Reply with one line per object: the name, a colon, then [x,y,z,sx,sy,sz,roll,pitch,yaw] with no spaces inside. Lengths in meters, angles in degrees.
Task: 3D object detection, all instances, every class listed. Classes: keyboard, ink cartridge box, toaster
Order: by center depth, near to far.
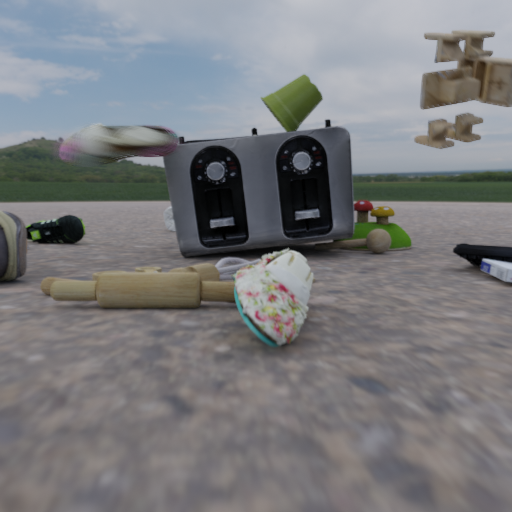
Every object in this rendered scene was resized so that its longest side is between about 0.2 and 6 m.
ink cartridge box: [3.802,0.260,7.822,0.999,0.216,0.981,9,7,3]
keyboard: [4.545,0.096,8.497,2.672,0.343,1.604,6,0,36]
toaster: [0.046,-1.353,11.500,3.392,2.226,3.751,-6,7,0]

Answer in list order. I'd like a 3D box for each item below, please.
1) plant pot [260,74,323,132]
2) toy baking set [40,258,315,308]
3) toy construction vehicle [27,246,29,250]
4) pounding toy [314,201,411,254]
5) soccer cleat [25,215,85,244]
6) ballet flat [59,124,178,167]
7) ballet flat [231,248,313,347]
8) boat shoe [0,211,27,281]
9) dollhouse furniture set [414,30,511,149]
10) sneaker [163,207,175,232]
plant pot: [0.860,-3.377,12.330,1.073,1.130,1.130,-38,3,8]
toy baking set: [-0.915,0.250,7.216,3.389,0.394,2.601,0,7,4]
toy construction vehicle: [-5.286,-0.279,11.661,0.861,0.348,0.989,1,7,10]
pounding toy: [2.406,-0.670,12.048,1.701,1.022,2.203,4,8,31]
soccer cleat: [-4.720,-0.544,13.006,1.999,0.675,0.810,-2,14,40]
ballet flat: [-2.216,-1.859,9.020,1.920,0.664,0.683,-7,-8,-10]
ballet flat: [0.210,0.253,5.404,0.807,0.682,2.133,43,6,-5]
boat shoe: [-4.736,-0.269,8.167,3.312,1.234,1.214,3,8,34]
dollhouse furniture set: [2.648,-2.266,7.399,1.455,1.336,0.947,-15,28,-25]
sneaker: [-1.313,-1.265,16.770,2.527,1.009,1.644,-8,12,23]
